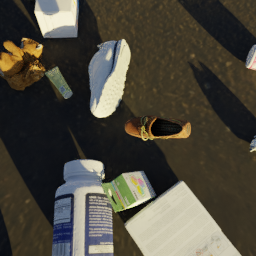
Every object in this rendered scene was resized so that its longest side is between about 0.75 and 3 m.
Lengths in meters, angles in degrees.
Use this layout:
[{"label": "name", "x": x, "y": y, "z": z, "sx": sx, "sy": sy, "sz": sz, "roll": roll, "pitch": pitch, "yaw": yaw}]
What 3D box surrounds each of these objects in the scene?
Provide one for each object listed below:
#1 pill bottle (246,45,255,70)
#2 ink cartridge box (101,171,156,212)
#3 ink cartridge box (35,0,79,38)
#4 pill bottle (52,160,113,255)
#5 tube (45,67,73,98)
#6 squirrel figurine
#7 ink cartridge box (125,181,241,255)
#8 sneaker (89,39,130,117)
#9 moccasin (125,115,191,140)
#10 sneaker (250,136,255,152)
[{"label": "pill bottle", "x": 5.043, "y": -2.354, "z": 9.881, "sx": 1.475, "sy": 0.836, "sz": 0.836, "roll": 17, "pitch": 67, "yaw": 7}, {"label": "ink cartridge box", "x": 0.069, "y": 1.689, "z": 7.658, "sx": 0.478, "sy": 1.612, "sz": 0.837, "roll": -39, "pitch": 67, "yaw": 23}, {"label": "ink cartridge box", "x": -2.625, "y": -4.540, "z": 10.593, "sx": 1.315, "sy": 1.338, "sz": 1.818, "roll": -2, "pitch": 66, "yaw": -1}, {"label": "pill bottle", "x": -1.172, "y": 2.299, "z": 7.403, "sx": 1.515, "sy": 1.515, "sz": 2.728, "roll": -2, "pitch": 65, "yaw": -1}, {"label": "tube", "x": -2.408, "y": -1.618, "z": 9.854, "sx": 0.392, "sy": 0.351, "sz": 1.352, "roll": -10, "pitch": 54, "yaw": -48}, {"label": "squirrel figurine", "x": -3.624, "y": -2.270, "z": 9.817, "sx": 1.667, "sy": 1.264, "sz": 1.786, "roll": -35, "pitch": 84, "yaw": -26}, {"label": "ink cartridge box", "x": 1.440, "y": 3.051, "z": 7.622, "sx": 2.053, "sy": 0.721, "sz": 2.526, "roll": -34, "pitch": 77, "yaw": -14}, {"label": "sneaker", "x": -0.822, "y": -1.698, "z": 9.594, "sx": 1.200, "sy": 1.139, "sz": 2.981, "roll": 5, "pitch": 64, "yaw": 21}, {"label": "moccasin", "x": 0.620, "y": 0.006, "z": 6.645, "sx": 1.661, "sy": 0.641, "sz": 0.608, "roll": 10, "pitch": 92, "yaw": 33}, {"label": "sneaker", "x": 4.526, "y": 0.746, "z": 8.711, "sx": 1.405, "sy": 0.537, "sz": 0.566, "roll": 24, "pitch": 77, "yaw": 17}]
